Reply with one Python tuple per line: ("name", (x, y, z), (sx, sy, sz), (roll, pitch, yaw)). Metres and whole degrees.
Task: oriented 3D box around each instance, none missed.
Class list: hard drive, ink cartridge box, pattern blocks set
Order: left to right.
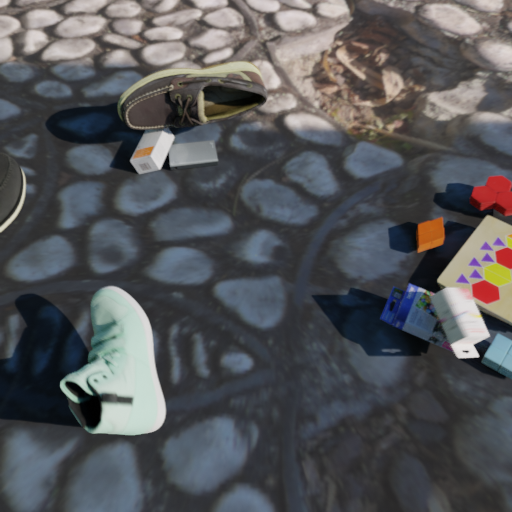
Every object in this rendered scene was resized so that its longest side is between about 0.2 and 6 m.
("hard drive", (-1.276, -2.033, 11.311), (0.956, 0.157, 0.667), (-7, 50, -6))
("ink cartridge box", (2.570, 0.893, 8.423), (1.242, 0.261, 0.741), (22, 53, 16))
("ink cartridge box", (2.907, 0.939, 7.889), (0.553, 0.320, 0.949), (5, 58, -36))
("pattern blocks set", (4.108, 0.239, 9.226), (3.557, 0.288, 3.127), (-36, 58, -23))

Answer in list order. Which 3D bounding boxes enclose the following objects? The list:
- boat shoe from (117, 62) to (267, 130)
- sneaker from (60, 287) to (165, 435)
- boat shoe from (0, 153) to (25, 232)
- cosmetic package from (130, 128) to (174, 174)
("boat shoe", (-1.189, -3.015, 10.797), (2.925, 1.071, 0.948), (-19, 48, -8))
("sneaker", (-1.969, 1.264, 7.239), (0.783, 1.255, 2.127), (-34, 64, 21))
("boat shoe", (-5.046, -0.794, 9.746), (1.162, 0.995, 3.176), (7, 49, 9))
("cosmetic package", (-2.058, -2.126, 11.149), (0.519, 0.365, 1.023), (-8, 45, 24))
